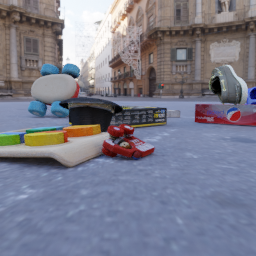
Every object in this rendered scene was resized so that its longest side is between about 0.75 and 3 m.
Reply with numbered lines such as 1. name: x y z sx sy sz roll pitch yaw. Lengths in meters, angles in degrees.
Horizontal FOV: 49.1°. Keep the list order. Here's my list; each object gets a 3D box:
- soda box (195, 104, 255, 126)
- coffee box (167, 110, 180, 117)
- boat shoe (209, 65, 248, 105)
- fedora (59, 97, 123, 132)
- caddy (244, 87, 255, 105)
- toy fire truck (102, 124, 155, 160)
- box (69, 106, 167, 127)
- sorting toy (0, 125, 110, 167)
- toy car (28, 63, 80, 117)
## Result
1. soda box: 3.896 -0.549 10.970 2.444 0.775 0.856 4 7 39
2. coffee box: 2.197 -0.731 14.354 0.885 0.353 0.506 0 7 0
3. boat shoe: 3.342 -1.575 9.900 0.813 0.973 2.721 -4 28 2
4. fedora: -0.953 -0.219 7.144 1.782 0.814 1.782 3 -7 0
5. caddy: 7.256 -1.505 15.934 2.215 1.566 1.162 -5 2 -33
6. toy fire truck: 0.003 0.316 5.176 0.769 0.514 0.916 25 18 26
7. box: -0.391 -0.447 10.474 2.940 0.725 2.347 -5 10 -38
8. sorting toy: -1.685 0.218 5.724 2.606 0.475 2.412 3 7 22
9. toy car: -3.466 -1.574 15.359 2.637 2.748 2.982 3 -22 21
